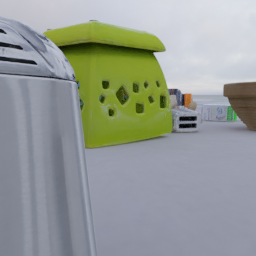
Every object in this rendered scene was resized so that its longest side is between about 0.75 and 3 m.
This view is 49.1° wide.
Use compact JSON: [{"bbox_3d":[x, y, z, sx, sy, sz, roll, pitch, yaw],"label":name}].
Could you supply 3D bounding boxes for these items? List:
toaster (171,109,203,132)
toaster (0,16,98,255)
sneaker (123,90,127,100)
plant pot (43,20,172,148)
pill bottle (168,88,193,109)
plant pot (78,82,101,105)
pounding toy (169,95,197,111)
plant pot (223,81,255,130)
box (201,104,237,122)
[{"bbox_3d":[1.448,-0.201,7.545,1.076,0.611,0.695,0,8,-16],"label":"toaster"},{"bbox_3d":[-0.781,0.245,0.648,0.899,1.022,1.583,4,7,44],"label":"toaster"},{"bbox_3d":[0.274,-1.207,8.021,1.035,2.680,1.049,-14,3,9],"label":"sneaker"},{"bbox_3d":[-0.625,-1.009,6.284,2.501,2.269,2.488,10,13,44],"label":"plant pot"},{"bbox_3d":[1.647,-1.149,13.140,2.688,1.428,1.428,2,6,16],"label":"pill bottle"},{"bbox_3d":[-1.250,-1.516,12.093,2.537,2.700,2.700,-14,-1,24],"label":"plant pot"},{"bbox_3d":[1.417,-0.419,10.296,2.104,1.207,1.203,-7,29,32],"label":"pounding toy"},{"bbox_3d":[4.203,-0.608,7.940,2.900,1.339,2.900,-1,6,0],"label":"plant pot"},{"bbox_3d":[3.928,-0.659,11.948,1.281,0.702,1.452,5,8,27],"label":"box"}]
